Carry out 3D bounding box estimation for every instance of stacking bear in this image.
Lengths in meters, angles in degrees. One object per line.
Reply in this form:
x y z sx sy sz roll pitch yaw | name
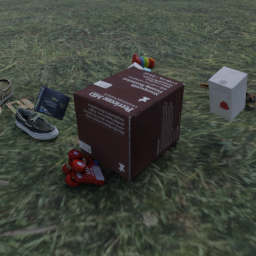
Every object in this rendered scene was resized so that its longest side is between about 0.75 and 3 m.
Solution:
0.999 -3.939 16.826 1.363 0.775 0.828 -5 52 -25 | stacking bear

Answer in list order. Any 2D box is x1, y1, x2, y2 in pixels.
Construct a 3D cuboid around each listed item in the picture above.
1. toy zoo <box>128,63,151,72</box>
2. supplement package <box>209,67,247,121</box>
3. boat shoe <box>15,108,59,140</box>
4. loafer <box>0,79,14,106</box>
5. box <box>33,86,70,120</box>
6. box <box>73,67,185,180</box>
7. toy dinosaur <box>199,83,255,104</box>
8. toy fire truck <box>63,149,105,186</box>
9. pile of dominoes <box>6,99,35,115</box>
0.294 -1.897 11.452 1.918 1.258 0.196 -25 28 50 | toy zoo
3.487 -1.177 9.821 0.915 1.528 0.927 -41 48 -21 | supplement package
-3.731 -0.199 11.113 2.241 0.795 0.808 18 38 25 | boat shoe
-6.245 -1.730 13.241 1.065 0.986 2.832 -1 34 -2 | loafer
-2.425 -0.786 9.001 0.270 0.836 1.060 17 -4 36 | box
0.108 -0.332 9.819 2.481 2.456 2.991 25 41 33 | box
4.624 -1.574 13.201 2.566 1.311 1.742 1 14 36 | toy dinosaur
-1.419 1.304 9.060 1.135 0.758 1.351 13 25 -29 | toy fire truck
-4.953 -1.084 12.982 1.024 0.209 1.314 -25 42 -32 | pile of dominoes
